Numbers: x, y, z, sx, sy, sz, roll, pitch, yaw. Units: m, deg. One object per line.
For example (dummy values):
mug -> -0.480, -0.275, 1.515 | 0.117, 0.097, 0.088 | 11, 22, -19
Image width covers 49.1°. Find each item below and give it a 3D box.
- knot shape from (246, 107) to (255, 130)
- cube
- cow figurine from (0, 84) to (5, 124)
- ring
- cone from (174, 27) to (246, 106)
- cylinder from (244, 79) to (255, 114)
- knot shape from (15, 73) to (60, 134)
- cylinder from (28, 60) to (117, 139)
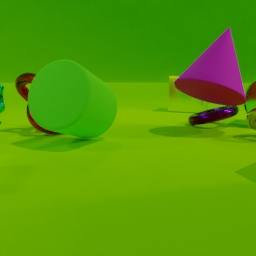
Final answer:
knot shape -> 3.254, -0.115, 5.693 | 1.286, 0.635, 1.374 | -8, 20, -36
cube -> 2.337, -1.321, 10.749 | 1.330, 1.330, 1.330 | 4, 11, 23
cow figurine -> -3.104, -0.454, 6.379 | 0.538, 0.981, 0.965 | 4, -19, -34
ring -> 2.253, -0.344, 7.443 | 1.322, 0.264, 1.322 | -15, 3, 1
cone -> 2.062, -1.537, 6.351 | 1.616, 1.622, 1.616 | 18, -4, 1
cylinder -> 3.885, -0.744, 7.304 | 1.382, 1.382, 1.382 | 7, 12, 33
knot shape -> -1.930, -0.433, 6.492 | 0.729, 1.477, 1.579 | -29, -30, -7
cylinder -> -0.996, -0.486, 5.333 | 1.255, 1.255, 1.255 | 4, -7, 20
